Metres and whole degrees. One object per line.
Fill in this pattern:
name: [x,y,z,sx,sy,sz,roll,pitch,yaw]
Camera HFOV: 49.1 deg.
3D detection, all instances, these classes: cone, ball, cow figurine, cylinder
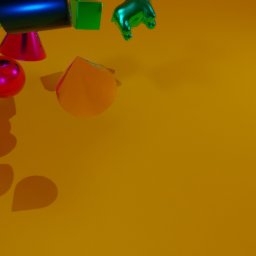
cone: [-2.029,-1.931,5.471,0.945,0.949,0.945,12,31,-7]
cone: [-0.680,-0.798,4.188,1.007,1.011,1.007,0,73,-1]
ball: [-2.991,-1.222,6.708,1.020,1.020,1.020,0,48,0]
cow figurine: [0.201,-3.488,7.784,1.679,0.922,1.652,-26,82,3]
cylinder: [-1.316,-1.845,3.920,0.933,0.933,0.933,-9,48,-5]

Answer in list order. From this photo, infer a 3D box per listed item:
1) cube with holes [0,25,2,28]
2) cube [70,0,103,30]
cube with holes: [-2.560,-3.196,5.880,1.327,1.327,1.327,-47,22,-27]
cube: [-1.235,-3.229,7.865,0.745,0.745,0.745,-10,37,-31]
